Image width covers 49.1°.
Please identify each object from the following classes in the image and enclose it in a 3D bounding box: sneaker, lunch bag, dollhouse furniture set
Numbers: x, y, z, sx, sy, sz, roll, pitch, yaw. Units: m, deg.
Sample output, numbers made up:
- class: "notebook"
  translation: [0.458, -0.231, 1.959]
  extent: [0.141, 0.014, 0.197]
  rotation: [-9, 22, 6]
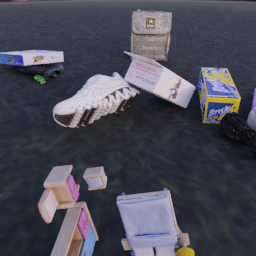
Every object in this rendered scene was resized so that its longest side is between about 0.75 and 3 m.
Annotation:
- class: "sneaker"
  translation: [-1.006, -0.878, 8.138]
  extent: [2.910, 1.093, 1.179]
  rotation: [-24, 75, -44]
- class: "sneaker"
  translation: [-2.959, -2.122, 10.973]
  extent: [1.061, 0.400, 0.421]
  rotation: [-29, 42, 29]
- class: "lunch bag"
  translation: [1.112, -4.534, 13.691]
  extent: [1.878, 2.290, 1.346]
  rotation: [4, 29, 6]
- class: "dollhouse furniture set"
  translation: [-0.077, 1.437, 3.744]
  extent: [1.819, 1.717, 1.187]
  rotation: [-8, 29, 10]

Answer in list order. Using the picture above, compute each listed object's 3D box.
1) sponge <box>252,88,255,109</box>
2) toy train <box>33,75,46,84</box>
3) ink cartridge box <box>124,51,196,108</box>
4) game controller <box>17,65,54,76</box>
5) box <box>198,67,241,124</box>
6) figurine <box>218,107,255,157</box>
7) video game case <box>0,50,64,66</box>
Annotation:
- class: "sponge"
  translation: [4.631, -0.688, 8.895]
  extent: [1.272, 0.340, 2.280]
  rotation: [12, 31, 21]
- class: "toy train"
  translation: [-3.593, -1.981, 11.346]
  extent: [0.250, 0.185, 0.887]
  rotation: [-29, 39, -24]
- class: "ink cartridge box"
  translation: [0.872, -1.455, 8.656]
  extent: [2.346, 0.796, 1.351]
  rotation: [17, 10, -47]
- class: "game controller"
  translation: [-3.875, -2.452, 11.914]
  extent: [1.785, 0.376, 0.931]
  rotation: [13, 17, 34]
- class: "box"
  translation: [2.874, -1.134, 9.116]
  extent: [0.974, 0.894, 2.780]
  rotation: [4, 31, 8]
- class: "figurine"
  translation: [3.465, 0.198, 7.125]
  extent: [1.657, 0.713, 1.617]
  rotation: [-12, 40, -22]
- class: "video game case"
  translation: [-4.379, -3.192, 12.672]
  extent: [2.194, 0.499, 1.989]
  rotation: [16, 26, 39]
